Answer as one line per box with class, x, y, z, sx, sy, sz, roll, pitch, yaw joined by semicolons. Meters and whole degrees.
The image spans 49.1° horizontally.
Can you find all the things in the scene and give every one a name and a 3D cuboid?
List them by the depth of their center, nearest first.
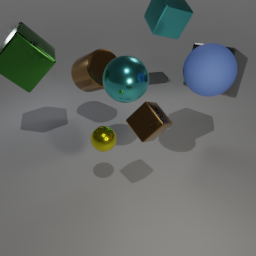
cube;0.519;-0.146;6.747;0.700;0.700;0.700;53;22;14
ball;-0.653;0.291;7.515;0.700;0.700;0.700;0;33;0
ball;2.184;-1.547;7.517;1.400;1.400;1.400;0;33;0
ball;-0.065;-1.448;8.372;1.400;1.400;1.400;0;33;0
cube;-3.336;-2.294;9.066;1.400;1.400;1.400;-44;33;14
cube;2.899;-1.882;9.275;1.400;1.400;1.400;21;12;36
cylinder;-1.206;-2.114;10.494;1.400;1.400;1.400;-25;14;-33
cube;1.754;-5.016;12.400;1.400;1.400;1.400;2;51;-27
